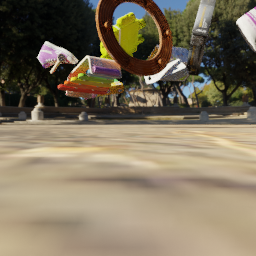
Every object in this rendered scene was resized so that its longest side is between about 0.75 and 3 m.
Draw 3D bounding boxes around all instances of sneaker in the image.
[{"bbox_3d":[-2.306,-2.182,9.054,1.420,0.810,0.515,26,-9,25],"label":"sneaker"}]

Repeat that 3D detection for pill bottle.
[{"bbox_3d":[4.229,-3.129,7.723,2.083,1.169,1.169,-33,-13,21],"label":"pill bottle"}]

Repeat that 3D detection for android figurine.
[{"bbox_3d":[-0.191,-3.227,10.372,2.171,1.976,0.446,-36,61,-30],"label":"android figurine"}]

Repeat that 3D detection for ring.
[{"bbox_3d":[0.338,-2.921,8.358,2.810,2.810,0.270,-1,-9,-36],"label":"ring"}]

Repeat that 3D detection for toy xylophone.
[{"bbox_3d":[-1.363,-1.567,8.634,1.912,0.656,2.611,2,-9,-20],"label":"toy xylophone"}]

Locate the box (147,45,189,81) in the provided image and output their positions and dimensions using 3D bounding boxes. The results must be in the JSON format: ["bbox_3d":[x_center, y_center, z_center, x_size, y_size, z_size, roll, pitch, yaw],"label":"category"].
[{"bbox_3d":[1.706,-2.527,11.035,1.809,0.917,1.018,-6,-35,-41],"label":"box"}]

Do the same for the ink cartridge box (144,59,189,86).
[{"bbox_3d":[1.207,-1.704,9.004,1.299,0.307,1.039,-26,26,9],"label":"ink cartridge box"}]

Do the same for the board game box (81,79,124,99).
[{"bbox_3d":[-1.206,-1.615,11.056,1.702,0.343,1.302,-13,29,-23],"label":"board game box"}]

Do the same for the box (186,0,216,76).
[{"bbox_3d":[2.243,-2.782,8.771,0.448,1.469,1.855,13,-24,11],"label":"box"}]
